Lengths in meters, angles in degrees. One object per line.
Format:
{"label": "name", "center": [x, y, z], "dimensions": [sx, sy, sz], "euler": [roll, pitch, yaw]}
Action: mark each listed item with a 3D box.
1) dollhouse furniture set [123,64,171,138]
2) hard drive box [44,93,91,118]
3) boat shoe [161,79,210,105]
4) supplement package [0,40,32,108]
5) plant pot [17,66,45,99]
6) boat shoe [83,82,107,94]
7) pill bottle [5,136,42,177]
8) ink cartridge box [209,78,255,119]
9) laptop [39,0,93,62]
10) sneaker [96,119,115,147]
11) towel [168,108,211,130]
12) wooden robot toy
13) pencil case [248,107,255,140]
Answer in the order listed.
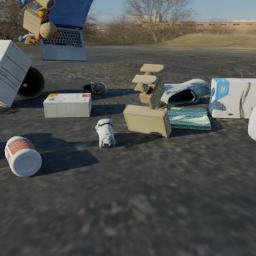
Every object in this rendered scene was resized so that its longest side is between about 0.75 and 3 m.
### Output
{"label": "dollhouse furniture set", "center": [0.889, -0.750, 8.511], "dimensions": [1.255, 1.656, 1.890], "euler": [9, 49, 28]}
{"label": "hard drive box", "center": [-2.134, -0.828, 10.150], "dimensions": [1.543, 0.593, 1.203], "euler": [-1, 21, -5]}
{"label": "boat shoe", "center": [2.424, -1.352, 11.425], "dimensions": [2.597, 0.906, 0.925], "euler": [-10, 39, -26]}
{"label": "supplement package", "center": [-5.040, -2.119, 10.921], "dimensions": [1.349, 2.224, 1.332], "euler": [10, -19, 24]}
{"label": "plant pot", "center": [-4.526, -1.982, 12.527], "dimensions": [1.411, 1.411, 1.224], "euler": [-10, 6, -25]}
{"label": "boat shoe", "center": [-1.552, -1.854, 13.076], "dimensions": [0.464, 0.560, 1.560], "euler": [-21, 24, -33]}
{"label": "pill bottle", "center": [-2.358, 0.580, 6.215], "dimensions": [0.626, 0.626, 1.117], "euler": [-11, 23, -28]}
{"label": "ink cartridge box", "center": [4.037, -1.026, 9.691], "dimensions": [2.205, 1.279, 0.748], "euler": [1, 20, 3]}
{"label": "laptop", "center": [-1.985, -3.290, 9.297], "dimensions": [1.752, 1.871, 1.084], "euler": [-10, 0, -40]}
{"label": "sneaker", "center": [-0.626, 0.213, 7.562], "dimensions": [0.443, 0.678, 1.179], "euler": [-3, -14, -10]}
{"label": "towel", "center": [1.988, -0.366, 9.425], "dimensions": [1.466, 0.225, 1.922], "euler": [2, 20, 9]}
{"label": "wooden robot toy", "center": [-2.256, -2.942, 7.720], "dimensions": [1.008, 2.220, 0.978], "euler": [37, 47, 5]}
{"label": "pencil case", "center": [4.180, 0.201, 6.514], "dimensions": [1.248, 1.144, 2.751], "euler": [-7, 21, -20]}
